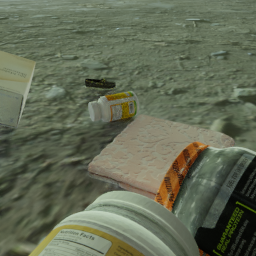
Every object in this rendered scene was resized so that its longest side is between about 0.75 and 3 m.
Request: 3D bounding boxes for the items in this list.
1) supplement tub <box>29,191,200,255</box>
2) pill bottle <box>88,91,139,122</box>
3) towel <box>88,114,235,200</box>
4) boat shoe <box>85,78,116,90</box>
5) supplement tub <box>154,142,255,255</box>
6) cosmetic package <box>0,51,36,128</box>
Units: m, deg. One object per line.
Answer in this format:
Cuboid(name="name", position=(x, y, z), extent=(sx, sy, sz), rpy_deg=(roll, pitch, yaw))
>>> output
Cuboid(name="supplement tub", position=(-0.390, 1.856, 2.457), extent=(1.713, 1.713, 2.372), rpy_deg=(15, 33, 24))
Cuboid(name="pill bottle", position=(-0.395, -0.551, 7.539), extent=(1.250, 0.694, 0.694), rpy_deg=(-13, 33, -20))
Cuboid(name="towel", position=(0.795, 0.594, 5.905), extent=(2.419, 0.408, 2.532), rpy_deg=(15, 34, 24))
Cuboid(name="boat shoe", position=(-0.934, -1.516, 9.542), extent=(1.079, 0.325, 0.385), rpy_deg=(1, 31, 1))
Cuboid(name="supplement tub", position=(1.759, 1.295, 3.288), extent=(2.741, 1.680, 1.680), rpy_deg=(27, 40, 30))
Cuboid(name="cosmetic package", position=(-3.594, -1.243, 8.002), extent=(1.467, 1.036, 2.835), rpy_deg=(14, 26, -20))
